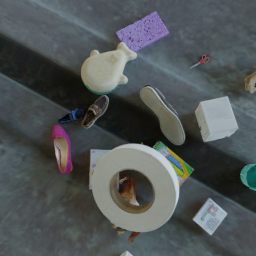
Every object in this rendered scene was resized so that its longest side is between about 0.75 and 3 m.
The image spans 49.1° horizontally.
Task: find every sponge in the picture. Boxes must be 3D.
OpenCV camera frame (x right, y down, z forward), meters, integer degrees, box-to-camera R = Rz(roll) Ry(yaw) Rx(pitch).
[{"bbox_3d":[0.569,-3.706,10.969,1.803,0.269,1.006,-29,86,-2],"label":"sponge"}]

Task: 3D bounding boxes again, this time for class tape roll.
[{"bbox_3d":[0.202,2.044,9.486,3.035,0.554,3.035,4,103,18],"label":"tape roll"}]

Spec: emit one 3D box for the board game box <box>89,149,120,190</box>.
[{"bbox_3d":[-0.873,1.562,10.556,1.137,0.300,1.486,2,86,0],"label":"board game box"}]

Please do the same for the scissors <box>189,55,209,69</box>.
[{"bbox_3d":[2.818,-2.528,10.985,0.867,0.060,0.317,-43,89,-4],"label":"scissors"}]

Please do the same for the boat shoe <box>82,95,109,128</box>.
[{"bbox_3d":[-1.257,-0.634,10.604,0.536,0.535,1.486,39,87,3],"label":"boat shoe"}]

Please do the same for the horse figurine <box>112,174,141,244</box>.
[{"bbox_3d":[-0.038,3.015,10.331,1.506,0.567,2.272,-28,84,4],"label":"horse figurine"}]

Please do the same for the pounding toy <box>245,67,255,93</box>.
[{"bbox_3d":[5.142,-1.900,10.797,1.413,0.810,0.808,-32,114,7],"label":"pounding toy"}]

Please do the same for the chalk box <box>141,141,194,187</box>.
[{"bbox_3d":[1.138,1.294,10.127,1.965,1.226,1.218,40,86,4],"label":"chalk box"}]

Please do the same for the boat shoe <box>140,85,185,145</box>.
[{"bbox_3d":[1.416,-0.560,10.509,0.847,0.722,2.533,-35,90,33],"label":"boat shoe"}]

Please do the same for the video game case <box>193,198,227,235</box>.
[{"bbox_3d":[3.044,3.284,10.395,0.926,0.120,1.017,41,82,-5],"label":"video game case"}]

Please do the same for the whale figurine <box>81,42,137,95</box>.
[{"bbox_3d":[-0.710,-2.202,10.524,1.790,1.167,2.250,41,72,8],"label":"whale figurine"}]

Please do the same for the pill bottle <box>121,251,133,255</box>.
[{"bbox_3d":[0.219,5.129,10.091,1.293,0.703,0.703,41,87,3],"label":"pill bottle"}]

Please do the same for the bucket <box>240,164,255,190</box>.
[{"bbox_3d":[4.728,1.800,10.359,1.030,0.670,1.030,0,86,0],"label":"bucket"}]

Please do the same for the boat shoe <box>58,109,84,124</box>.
[{"bbox_3d":[-2.158,-0.399,10.675,1.052,0.361,0.443,-30,86,-2],"label":"boat shoe"}]

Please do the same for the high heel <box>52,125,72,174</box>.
[{"bbox_3d":[-2.482,0.780,10.314,0.632,0.901,1.878,-10,86,-1],"label":"high heel"}]

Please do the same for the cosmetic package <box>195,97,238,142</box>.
[{"bbox_3d":[3.187,-0.298,10.218,1.038,1.037,1.259,-11,72,-1],"label":"cosmetic package"}]
